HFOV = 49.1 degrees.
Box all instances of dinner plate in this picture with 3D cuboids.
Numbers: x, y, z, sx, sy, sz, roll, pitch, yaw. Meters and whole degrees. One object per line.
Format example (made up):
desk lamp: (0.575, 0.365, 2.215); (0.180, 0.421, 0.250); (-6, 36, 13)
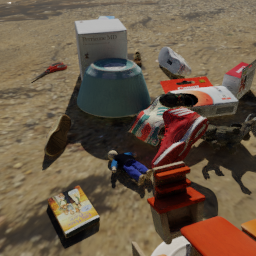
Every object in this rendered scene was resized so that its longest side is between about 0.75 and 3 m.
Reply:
dinner plate: (1.444, 2.932, 5.347); (2.245, 0.272, 2.245); (1, 34, -1)

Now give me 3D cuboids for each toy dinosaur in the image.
toy dinosaur: (2.834, 0.241, 8.771); (2.550, 0.981, 1.304); (-6, 7, 16)

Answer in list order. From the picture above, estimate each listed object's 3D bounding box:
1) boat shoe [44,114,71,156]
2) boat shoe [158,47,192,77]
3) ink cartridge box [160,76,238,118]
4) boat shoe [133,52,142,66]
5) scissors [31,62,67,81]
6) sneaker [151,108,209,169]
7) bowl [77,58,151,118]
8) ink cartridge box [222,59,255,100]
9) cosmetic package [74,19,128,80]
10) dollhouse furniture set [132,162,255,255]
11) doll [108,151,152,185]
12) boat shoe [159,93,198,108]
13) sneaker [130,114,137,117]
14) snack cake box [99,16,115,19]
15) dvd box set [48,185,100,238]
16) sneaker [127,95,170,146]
boat shoe: (-2.302, 0.276, 8.956); (0.531, 0.587, 1.647); (-23, 33, 31)
boat shoe: (2.312, -3.210, 13.728); (0.918, 0.933, 2.630); (16, 24, -27)
ink cartridge box: (2.665, -1.458, 10.992); (2.227, 0.688, 2.746); (-7, 44, -8)
boat shoe: (0.473, -3.604, 14.502); (0.464, 0.453, 1.226); (-1, 35, -2)
scissors: (-3.944, -2.760, 13.606); (0.827, 0.157, 2.260); (28, 45, 30)
sneaker: (1.223, 0.274, 8.101); (2.092, 0.820, 1.208); (-41, 50, -11)
bowl: (-0.553, -1.710, 10.666); (2.900, 1.517, 2.900); (0, 30, 0)
ink cartridge box: (4.531, -2.051, 11.401); (0.696, 1.457, 1.660); (26, 42, 32)
cosmetic package: (-1.184, -3.316, 12.358); (2.023, 2.418, 2.011); (-8, 36, -10)
dollhouse furniture set: (1.310, 1.688, 4.584); (2.720, 1.401, 2.691); (-10, 15, -20)
doll: (-0.052, 1.037, 7.950); (0.993, 0.353, 1.456); (-28, 44, -35)
boat shoe: (1.635, -0.918, 9.037); (1.414, 0.443, 0.517); (1, 75, -28)
sneaker: (0.391, -0.772, 10.380); (0.912, 0.527, 0.345); (-21, 38, -26)
snack cake box: (-1.279, -5.071, 15.593); (0.933, 1.598, 2.778); (1, 35, 2)
dvd box set: (-1.328, 1.973, 6.762); (0.869, 0.175, 1.188); (-20, 40, -25)
sneaker: (1.040, -0.215, 9.496); (1.217, 0.917, 2.603); (39, 37, 9)
